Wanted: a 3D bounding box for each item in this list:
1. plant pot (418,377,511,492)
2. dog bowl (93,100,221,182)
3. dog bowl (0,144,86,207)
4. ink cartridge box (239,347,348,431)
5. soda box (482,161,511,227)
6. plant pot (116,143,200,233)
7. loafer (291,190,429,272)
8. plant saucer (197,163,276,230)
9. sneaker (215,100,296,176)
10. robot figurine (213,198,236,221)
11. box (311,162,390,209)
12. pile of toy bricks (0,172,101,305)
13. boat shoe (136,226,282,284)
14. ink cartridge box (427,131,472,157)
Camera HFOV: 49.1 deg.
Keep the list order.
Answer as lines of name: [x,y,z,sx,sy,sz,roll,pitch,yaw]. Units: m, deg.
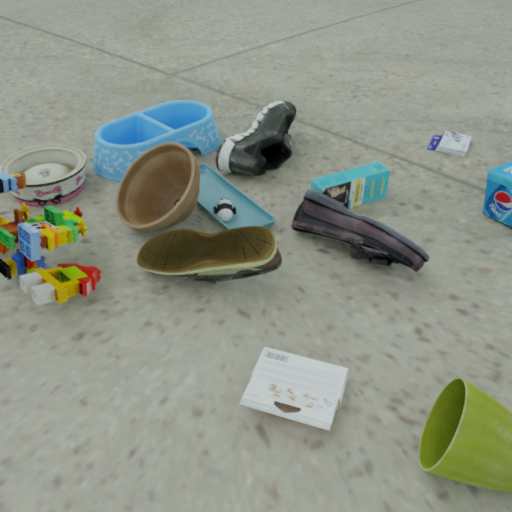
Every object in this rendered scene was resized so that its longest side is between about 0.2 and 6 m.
plant pot: [2.827,2.293,6.746,1.293,1.210,1.210,25,42,5]
dog bowl: [-2.375,-2.871,13.497,3.382,0.838,1.885,-31,47,-34]
dog bowl: [-4.555,-1.728,12.163,1.810,0.668,1.810,1,38,0]
ink cartridge box: [0.543,1.890,7.827,1.295,0.282,1.124,12,40,15]
soda box: [6.205,-1.587,11.562,3.144,1.009,1.067,-22,35,-23]
plant pot: [-1.760,-1.209,11.023,1.880,0.868,1.880,-15,59,26]
loafer: [1.824,-0.299,10.323,2.761,0.992,0.870,33,89,35]
plant saucer: [-0.772,-1.178,11.797,0.980,0.266,2.804,-24,43,-26]
sneaker: [0.389,-2.693,13.208,1.354,0.994,2.992,23,47,23]
robot figurine: [-0.631,-0.926,11.263,0.381,0.316,0.507,-24,47,20]
box: [1.956,-1.401,11.705,1.711,0.704,0.421,-18,42,-21]
pile of toy bricks: [-3.732,-0.514,9.856,1.557,1.749,3.153,-16,32,-41]
boat shoe: [-0.826,0.089,9.683,2.644,0.857,0.968,-1,55,26]
ink cartridge box: [4.818,-2.819,13.947,0.938,0.190,0.936,15,40,19]
